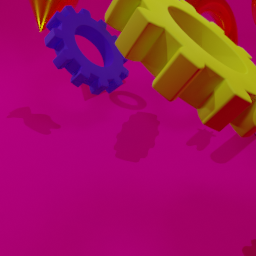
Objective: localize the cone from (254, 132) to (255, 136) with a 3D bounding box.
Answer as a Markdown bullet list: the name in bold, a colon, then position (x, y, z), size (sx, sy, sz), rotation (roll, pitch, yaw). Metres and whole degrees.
- **cone**: position (1.763, -0.446, 2.948), size (1.228, 1.223, 1.223), rotation (-39, 38, 17)

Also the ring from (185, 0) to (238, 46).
- **ring**: position (1.497, -1.603, 5.361), size (1.859, 1.859, 0.372), rotation (-29, 27, -30)

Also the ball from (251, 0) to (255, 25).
- **ball**: position (2.440, -1.793, 3.824), size (1.388, 1.388, 1.388), rotation (0, 40, 0)

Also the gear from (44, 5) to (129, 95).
- **gear**: position (-0.772, -1.584, 5.725), size (0.343, 1.852, 1.852), rotation (-30, 21, 38)

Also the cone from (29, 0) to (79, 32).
- **cone**: position (-2.117, -3.029, 7.261), size (1.461, 1.461, 1.467), rotation (3, 64, 4)

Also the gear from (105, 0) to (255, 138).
- **gear**: position (0.538, -0.593, 2.193), size (1.475, 0.273, 1.475), rotation (25, 36, -20)
